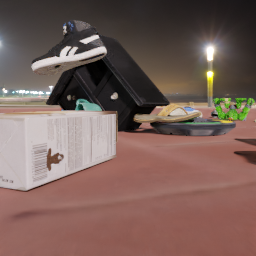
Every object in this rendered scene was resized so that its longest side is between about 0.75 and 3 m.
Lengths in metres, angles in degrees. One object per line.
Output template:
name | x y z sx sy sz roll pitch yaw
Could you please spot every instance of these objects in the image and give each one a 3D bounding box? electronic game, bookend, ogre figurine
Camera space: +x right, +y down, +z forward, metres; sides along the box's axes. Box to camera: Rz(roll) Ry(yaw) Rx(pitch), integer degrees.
electronic game | 1.663 -0.107 7.334 2.177 0.453 2.177 0 5 0
bookend | -0.733 -0.732 7.972 1.249 2.695 2.712 -6 -36 -50
ogre figurine | 4.568 -0.808 12.204 1.655 0.992 0.812 0 9 14

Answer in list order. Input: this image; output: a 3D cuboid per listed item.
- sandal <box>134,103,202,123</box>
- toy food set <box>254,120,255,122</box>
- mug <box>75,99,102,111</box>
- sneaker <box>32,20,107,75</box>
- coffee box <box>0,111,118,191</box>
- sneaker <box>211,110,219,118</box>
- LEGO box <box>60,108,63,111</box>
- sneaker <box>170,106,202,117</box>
sandal | 0.928 -0.366 6.729 1.626 0.439 0.653 -1 5 15
toy food set | 6.195 -0.434 11.427 1.860 0.373 1.284 2 6 25
mug | -0.975 -0.330 7.189 0.573 0.926 0.761 0 -6 -32
sneaker | -1.323 -1.703 5.772 1.626 0.909 0.594 -23 -4 -30
coffee box | -0.921 0.144 3.293 0.960 0.669 1.679 2 6 24
sneaker | 4.558 -0.731 14.741 0.620 0.403 1.074 -4 7 -20
LEGO box | -2.430 -0.717 13.674 1.390 0.536 1.035 -5 7 -44
sneaker | 2.560 -0.701 13.015 1.555 0.597 0.865 3 10 -10
